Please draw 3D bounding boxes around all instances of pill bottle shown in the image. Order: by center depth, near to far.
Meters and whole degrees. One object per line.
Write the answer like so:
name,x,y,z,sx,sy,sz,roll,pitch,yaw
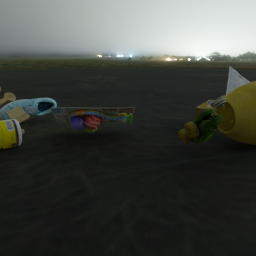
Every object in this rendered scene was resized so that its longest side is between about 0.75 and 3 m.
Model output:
pill bottle,-3.319,0.206,6.803,1.289,0.704,0.704,-10,18,-34

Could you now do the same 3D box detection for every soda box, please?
soda box,2.815,-0.487,9.435,0.679,0.642,2.006,11,18,25

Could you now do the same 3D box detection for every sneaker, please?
sneaker,-3.401,-0.682,9.599,1.943,0.718,0.796,-21,12,-25

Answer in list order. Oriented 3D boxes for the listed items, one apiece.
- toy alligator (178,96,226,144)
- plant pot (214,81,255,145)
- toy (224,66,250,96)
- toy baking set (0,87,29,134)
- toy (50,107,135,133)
toy alligator,1.654,-0.022,6.028,0.732,0.531,2.209,-27,-12,-10
plant pot,2.878,-0.316,6.970,1.186,1.670,1.670,-8,16,-18
toy,3.196,-0.805,8.455,1.070,1.858,0.439,28,-30,-26
toy baking set,-4.103,-0.481,7.895,2.479,0.288,1.903,-6,56,-45
toy,-0.948,-0.176,7.888,2.221,0.524,1.279,-4,-17,-6
